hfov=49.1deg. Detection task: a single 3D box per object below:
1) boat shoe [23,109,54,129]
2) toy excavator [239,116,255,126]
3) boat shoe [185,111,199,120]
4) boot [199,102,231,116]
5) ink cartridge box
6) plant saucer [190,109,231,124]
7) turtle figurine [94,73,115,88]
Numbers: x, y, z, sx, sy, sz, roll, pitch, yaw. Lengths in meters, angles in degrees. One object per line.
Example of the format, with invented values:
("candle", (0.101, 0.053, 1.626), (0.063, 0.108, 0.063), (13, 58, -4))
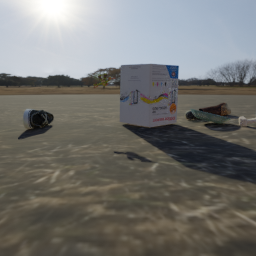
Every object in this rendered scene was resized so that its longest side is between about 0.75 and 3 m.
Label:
("boat shoe", (-2.855, -0.331, 9.045), (0.558, 0.619, 1.752), (-1, 7, 2))
("toy excavator", (4.590, -0.377, 9.542), (1.361, 0.699, 1.400), (4, 18, 30))
("boat shoe", (2.677, -0.507, 11.185), (0.991, 0.357, 0.321), (1, 1, -37))
("boot", (3.972, -0.903, 13.080), (1.295, 0.563, 1.557), (2, 12, 4))
("ink cartridge box", (0.728, -1.141, 9.682), (1.491, 2.025, 1.465), (-8, 13, -42))
("plant saucer", (2.897, -0.390, 9.966), (1.470, 0.283, 1.470), (13, 7, -2))
("turtle figurine", (-0.753, -1.523, 8.996), (0.767, 0.247, 0.618), (-25, 41, 11))
